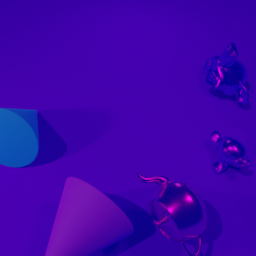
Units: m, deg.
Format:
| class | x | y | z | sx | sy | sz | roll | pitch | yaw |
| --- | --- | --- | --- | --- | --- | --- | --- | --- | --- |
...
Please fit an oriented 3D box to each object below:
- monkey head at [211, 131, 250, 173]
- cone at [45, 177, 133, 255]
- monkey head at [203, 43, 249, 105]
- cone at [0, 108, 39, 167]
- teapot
| class | x | y | z | sx | sy | sz | roll | pitch | yaw |
| --- | --- | --- | --- | --- | --- | --- | --- | --- | --- |
| monkey head | 2.252 | 0.617 | 6.372 | 0.824 | 0.690 | 1.145 | -37 | 47 | 1 |
| cone | -0.997 | 1.981 | 4.890 | 1.583 | 1.583 | 1.589 | 29 | 58 | 20 |
| monkey head | 2.803 | -1.597 | 7.615 | 1.144 | 1.366 | 1.898 | 9 | 55 | -17 |
| cone | -2.603 | -0.107 | 6.911 | 1.540 | 1.540 | 1.546 | 8 | 30 | 6 |
| teapot | 0.767 | 1.430 | 4.875 | 0.844 | 1.072 | 1.723 | -25 | 81 | -26 |
